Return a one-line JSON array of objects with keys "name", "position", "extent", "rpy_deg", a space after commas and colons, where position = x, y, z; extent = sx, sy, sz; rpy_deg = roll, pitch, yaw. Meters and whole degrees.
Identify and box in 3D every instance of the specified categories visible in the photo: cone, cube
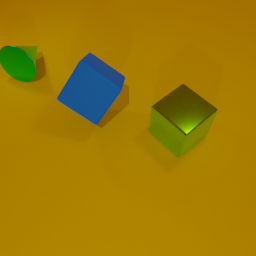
[{"name": "cone", "position": [-3.015, -2.194, 8.408], "extent": [1.161, 1.161, 1.166], "rpy_deg": [14, 45, 9]}, {"name": "cube", "position": [1.309, -0.169, 6.914], "extent": [1.114, 1.114, 1.114], "rpy_deg": [-36, 63, -22]}, {"name": "cube", "position": [-0.879, -1.011, 7.008], "extent": [1.150, 1.150, 1.150], "rpy_deg": [33, 23, -11]}]
